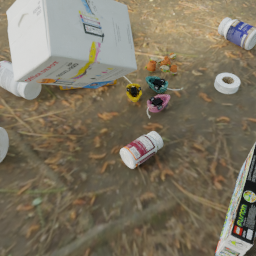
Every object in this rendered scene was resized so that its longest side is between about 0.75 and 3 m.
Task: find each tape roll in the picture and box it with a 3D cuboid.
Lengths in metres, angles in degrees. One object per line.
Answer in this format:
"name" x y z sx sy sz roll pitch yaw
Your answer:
"tape roll" 3.977 -1.796 11.227 0.959 0.335 0.959 0 48 0

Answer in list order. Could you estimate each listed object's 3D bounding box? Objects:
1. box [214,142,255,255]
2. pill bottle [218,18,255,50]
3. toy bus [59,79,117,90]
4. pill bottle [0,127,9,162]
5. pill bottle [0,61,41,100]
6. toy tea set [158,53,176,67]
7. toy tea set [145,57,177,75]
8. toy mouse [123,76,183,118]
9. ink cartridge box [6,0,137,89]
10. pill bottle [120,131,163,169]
"box" 2.996 1.883 7.173 0.494 1.565 2.845 21 51 18
"pill bottle" 5.174 -4.463 13.128 0.999 0.999 1.726 -33 56 -25
"toy bus" -1.919 -2.214 11.068 2.837 1.111 0.923 -8 51 -7
"pill bottle" -5.172 0.425 8.487 2.686 1.492 1.492 4 49 4
"pill bottle" -4.272 -1.816 10.785 1.784 1.011 1.011 28 54 23
"toy tea set" 1.824 -2.983 12.354 0.975 0.361 0.580 -35 28 -23
"toy tea set" 1.404 -2.506 11.830 1.341 0.496 0.797 26 42 17
"toy mouse" 1.033 -1.259 10.662 2.148 0.468 2.417 -8 49 -7
"ink cartridge box" -1.614 -2.513 8.170 2.947 2.170 2.132 -3 82 -45
"pill bottle" 0.445 0.658 8.807 1.267 0.723 0.723 -31 55 -24
